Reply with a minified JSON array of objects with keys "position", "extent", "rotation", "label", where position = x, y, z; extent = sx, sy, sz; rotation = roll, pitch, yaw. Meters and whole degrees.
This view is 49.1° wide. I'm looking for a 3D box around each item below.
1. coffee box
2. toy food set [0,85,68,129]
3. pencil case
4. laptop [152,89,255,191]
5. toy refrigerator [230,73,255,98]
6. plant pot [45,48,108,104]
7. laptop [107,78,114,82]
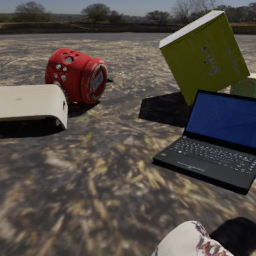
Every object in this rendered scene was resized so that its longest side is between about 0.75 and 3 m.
[{"position":[2.618,-2.544,10.014],"extent":[2.280,2.277,2.255],"rotation":[-26,18,16],"label":"coffee box"},{"position":[-3.172,-0.494,8.321],"extent":[2.669,0.806,1.915],"rotation":[-4,35,-7],"label":"toy food set"},{"position":[1.162,1.770,2.320],"extent":[1.109,0.965,2.479],"rotation":[-11,25,-36],"label":"pencil case"},{"position":[1.982,0.074,6.184],"extent":[2.018,1.176,2.277],"rotation":[15,27,34],"label":"laptop"},{"position":[4.959,-1.349,9.968],"extent":[2.417,0.918,0.846],"rotation":[16,27,32],"label":"toy refrigerator"},{"position":[-1.729,-1.755,9.919],"extent":[1.670,1.834,1.834],"rotation":[18,27,17],"label":"plant pot"},{"position":[-1.862,-2.318,13.406],"extent":[1.759,0.909,1.559],"rotation":[-34,31,-11],"label":"laptop"}]
